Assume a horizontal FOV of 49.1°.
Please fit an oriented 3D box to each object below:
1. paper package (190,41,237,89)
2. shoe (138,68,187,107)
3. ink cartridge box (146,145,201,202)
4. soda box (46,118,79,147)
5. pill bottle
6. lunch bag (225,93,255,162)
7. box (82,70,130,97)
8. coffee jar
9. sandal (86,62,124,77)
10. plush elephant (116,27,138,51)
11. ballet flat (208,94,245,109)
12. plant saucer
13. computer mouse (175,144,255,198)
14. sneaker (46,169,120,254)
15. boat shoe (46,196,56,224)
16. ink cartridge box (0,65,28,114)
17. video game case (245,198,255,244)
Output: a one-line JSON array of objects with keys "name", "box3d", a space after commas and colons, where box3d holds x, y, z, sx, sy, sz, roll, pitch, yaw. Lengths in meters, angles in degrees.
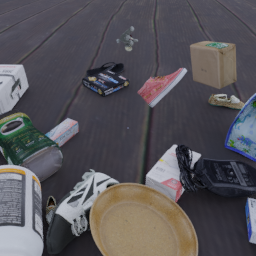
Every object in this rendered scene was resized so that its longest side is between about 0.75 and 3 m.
[{"name": "paper package", "box3d": [3.129, -2.381, 10.392, 0.823, 1.517, 1.591, -24, 30, -17]}, {"name": "shoe", "box3d": [1.155, -1.578, 9.673, 0.800, 1.759, 0.628, 44, 17, -2]}, {"name": "ink cartridge box", "box3d": [1.375, 1.276, 8.266, 0.992, 0.575, 1.704, 22, 42, 28]}, {"name": "soda box", "box3d": [-2.363, 0.230, 9.834, 0.494, 0.459, 1.443, 19, 39, 24]}, {"name": "pill bottle", "box3d": [-2.663, 2.216, 6.063, 1.589, 1.589, 2.730, -9, 36, -13]}, {"name": "lunch bag", "box3d": [4.379, -0.405, 9.128, 1.469, 2.305, 1.960, 27, 42, 33]}, {"name": "box", "box3d": [-1.047, -2.167, 13.260, 1.620, 0.406, 1.633, -29, 45, -33]}, {"name": "coffee jar", "box3d": [-3.344, 0.492, 8.814, 1.458, 1.193, 2.796, -32, 46, -27]}, {"name": "sandal", "box3d": [-1.107, -3.042, 14.419, 2.115, 0.453, 0.804, -19, 40, -25]}, {"name": "plush elephant", "box3d": [0.067, -3.917, 12.545, 0.982, 0.809, 0.760, -8, -10, 41]}, {"name": "ballet flat", "box3d": [4.170, -1.135, 11.712, 1.523, 0.497, 0.537, 8, 37, 11]}, {"name": "plant saucer", "box3d": [0.320, 2.356, 6.385, 2.562, 0.454, 2.562, 16, 32, -10]}, {"name": "computer mouse", "box3d": [2.505, 1.373, 7.858, 2.509, 0.661, 1.738, 10, 38, -7]}, {"name": "sneaker", "box3d": [-0.990, 2.013, 6.912, 1.125, 0.942, 2.543, 11, 37, 19]}, {"name": "boat shoe", "box3d": [-2.007, 2.146, 7.297, 0.309, 0.283, 0.827, -10, 37, -14]}, {"name": "ink cartridge box", "box3d": [-5.747, -1.589, 11.738, 2.083, 1.176, 2.839, 1, 36, 3]}, {"name": "video game case", "box3d": [3.569, 2.333, 6.654, 1.354, 0.339, 1.493, 11, 20, 16]}]
